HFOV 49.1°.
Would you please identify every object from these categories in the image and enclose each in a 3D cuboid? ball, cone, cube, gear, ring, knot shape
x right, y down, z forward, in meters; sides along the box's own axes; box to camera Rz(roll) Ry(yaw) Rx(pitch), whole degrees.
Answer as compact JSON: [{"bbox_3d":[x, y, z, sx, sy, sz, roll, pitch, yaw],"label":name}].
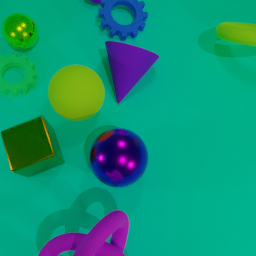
[{"bbox_3d":[-2.849,-2.567,7.412,0.911,0.911,0.911,0,72,0],"label":"ball"},{"bbox_3d":[-0.074,-1.324,7.296,1.452,1.452,1.457,16,98,5],"label":"cone"},{"bbox_3d":[-1.238,-0.846,6.779,1.340,1.340,1.340,0,72,0],"label":"ball"},{"bbox_3d":[-2.191,0.472,6.559,0.989,0.989,0.989,-21,74,-6],"label":"cube"},{"bbox_3d":[-0.139,-3.221,7.967,1.379,0.255,1.379,1,84,-11],"label":"gear"},{"bbox_3d":[3.252,-2.423,7.241,1.924,1.924,0.385,5,116,-2],"label":"ring"},{"bbox_3d":[-0.210,0.667,6.339,1.342,1.342,1.342,0,72,0],"label":"ball"},{"bbox_3d":[-0.567,2.456,5.322,2.079,0.961,1.946,22,95,-23],"label":"knot shape"},{"bbox_3d":[-3.041,-1.430,7.474,1.195,0.221,1.195,4,70,-11],"label":"gear"}]

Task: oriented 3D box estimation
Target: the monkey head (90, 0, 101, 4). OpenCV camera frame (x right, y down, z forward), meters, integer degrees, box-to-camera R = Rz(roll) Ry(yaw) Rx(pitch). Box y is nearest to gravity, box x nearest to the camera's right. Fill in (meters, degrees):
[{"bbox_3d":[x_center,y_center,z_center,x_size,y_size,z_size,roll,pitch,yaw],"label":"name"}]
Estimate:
[{"bbox_3d":[-0.873,-4.095,8.117,0.853,0.714,1.185,-33,91,21],"label":"monkey head"}]
